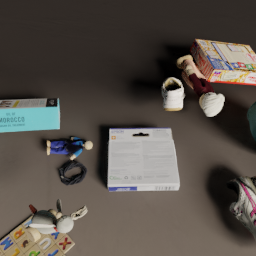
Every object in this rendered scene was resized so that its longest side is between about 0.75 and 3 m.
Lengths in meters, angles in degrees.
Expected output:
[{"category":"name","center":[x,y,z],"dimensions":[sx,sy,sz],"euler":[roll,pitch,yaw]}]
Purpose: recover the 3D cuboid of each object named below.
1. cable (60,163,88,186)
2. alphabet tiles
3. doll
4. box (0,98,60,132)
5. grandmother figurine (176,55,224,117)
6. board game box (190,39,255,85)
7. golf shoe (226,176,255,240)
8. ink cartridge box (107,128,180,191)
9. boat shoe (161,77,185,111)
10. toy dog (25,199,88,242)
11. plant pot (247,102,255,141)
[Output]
[{"category":"cable","center":[-1.559,1.324,8.092],"dimensions":[0.797,0.203,0.651],"euler":[-11,52,-9]},{"category":"alphabet tiles","center":[-2.395,3.140,6.697],"dimensions":[2.055,0.065,1.710],"euler":[-37,60,-26]},{"category":"doll","center":[-1.771,0.598,8.596],"dimensions":[1.363,0.330,0.930],"euler":[-4,43,-12]},{"category":"box","center":[-3.532,-0.385,8.395],"dimensions":[2.883,0.709,1.186],"euler":[-3,20,-12]},{"category":"grandmother figurine","center":[2.493,-1.391,9.534],"dimensions":[1.740,0.869,2.869],"euler":[26,31,-24]},{"category":"board game box","center":[3.841,-2.490,10.577],"dimensions":[2.499,0.579,1.893],"euler":[1,49,-17]},{"category":"golf shoe","center":[3.127,2.240,7.041],"dimensions":[1.032,0.814,2.242],"euler":[-7,43,11]},{"category":"ink cartridge box","center":[0.406,0.888,8.305],"dimensions":[2.019,0.411,2.023],"euler":[0,51,0]},{"category":"boat shoe","center":[1.505,-1.310,9.311],"dimensions":[0.796,0.779,2.248],"euler":[-4,25,7]},{"category":"toy dog","center":[-1.451,1.597,5.066],"dimensions":[0.624,1.296,0.855],"euler":[58,28,-6]},{"category":"plant pot","center":[4.436,-0.131,8.519],"dimensions":[1.587,1.587,1.491],"euler":[-5,36,-4]}]
